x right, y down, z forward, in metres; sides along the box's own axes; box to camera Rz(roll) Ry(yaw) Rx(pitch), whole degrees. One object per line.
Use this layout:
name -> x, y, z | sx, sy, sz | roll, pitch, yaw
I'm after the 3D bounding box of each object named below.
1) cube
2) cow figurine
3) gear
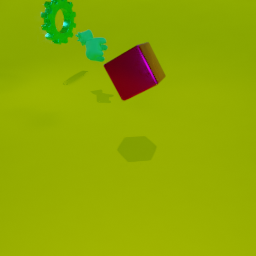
cube -> 0.141, -1.019, 5.024 | 0.732, 0.732, 0.732 | -24, 11, 25
cow figurine -> -1.115, -2.419, 8.261 | 0.989, 0.551, 1.005 | 6, 65, 8
gear -> -2.289, -3.596, 9.381 | 0.278, 1.506, 1.506 | 16, 36, 22
